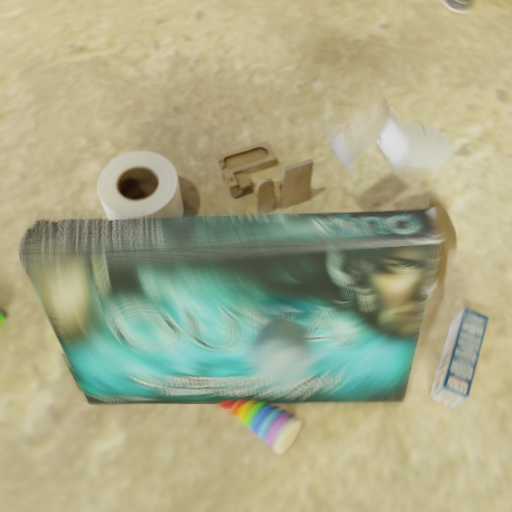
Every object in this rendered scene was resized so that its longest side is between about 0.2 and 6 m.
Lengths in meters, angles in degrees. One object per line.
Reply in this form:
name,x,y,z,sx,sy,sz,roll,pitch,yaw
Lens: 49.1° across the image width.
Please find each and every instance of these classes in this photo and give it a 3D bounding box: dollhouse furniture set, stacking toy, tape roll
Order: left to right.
tape roll,-1.955,-0.995,9.619,1.342,0.921,1.342,0,62,0
stacking toy,-0.029,2.266,8.101,1.293,0.552,0.552,28,65,26
dollhouse furniture set,0.084,-1.627,9.833,1.326,1.136,1.395,-18,63,-10

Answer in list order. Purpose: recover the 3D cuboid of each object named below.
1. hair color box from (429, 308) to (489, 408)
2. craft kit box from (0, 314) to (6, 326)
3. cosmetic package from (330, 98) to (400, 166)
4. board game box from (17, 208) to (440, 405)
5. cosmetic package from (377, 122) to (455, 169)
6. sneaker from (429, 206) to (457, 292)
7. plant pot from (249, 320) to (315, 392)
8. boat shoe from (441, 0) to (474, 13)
hair color box,3.049,1.530,8.408,0.408,0.673,1.347,21,65,11
craft kit box,-5.027,1.100,8.848,1.464,0.355,1.446,33,69,16
cosmetic package,1.543,-1.759,7.972,0.903,0.467,0.394,-41,86,-10
board game box,-0.254,0.812,7.106,4.543,3.073,0.640,-2,43,3
cosmetic package,2.195,-1.515,7.720,0.936,0.380,0.528,-3,50,-35
sneaker,2.435,-0.013,8.945,0.780,1.231,2.189,54,38,-10
plant pot,0.233,1.013,6.006,0.557,0.546,0.547,24,28,-16
boat shoe,4.603,-6.639,12.742,0.856,0.729,2.559,7,62,4
